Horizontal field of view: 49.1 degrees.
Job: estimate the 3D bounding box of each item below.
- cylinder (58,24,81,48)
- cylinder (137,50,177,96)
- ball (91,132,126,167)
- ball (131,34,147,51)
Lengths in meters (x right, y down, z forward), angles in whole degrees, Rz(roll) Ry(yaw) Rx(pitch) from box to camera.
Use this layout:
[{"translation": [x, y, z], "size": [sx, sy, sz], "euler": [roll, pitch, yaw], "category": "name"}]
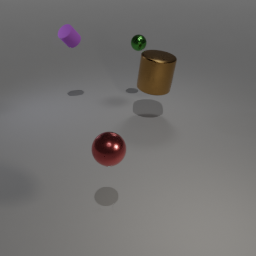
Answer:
[{"translation": [-2.446, -3.836, 11.708], "size": [0.700, 0.700, 0.700], "euler": [-10, 66, 23], "category": "cylinder"}, {"translation": [1.123, -2.220, 11.173], "size": [1.400, 1.400, 1.400], "euler": [6, 33, -4], "category": "cylinder"}, {"translation": [-0.382, 0.422, 5.626], "size": [0.700, 0.700, 0.700], "euler": [0, 29, 0], "category": "ball"}, {"translation": [0.472, -3.755, 12.345], "size": [0.700, 0.700, 0.700], "euler": [0, 29, 0], "category": "ball"}]
